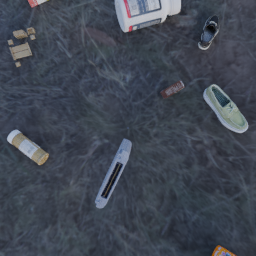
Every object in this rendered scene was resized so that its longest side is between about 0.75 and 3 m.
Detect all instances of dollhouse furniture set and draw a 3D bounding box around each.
[{"bbox_3d":[-4.260,-3.350,11.715,1.145,0.656,1.343,-16,99,-3],"label":"dollhouse furniture set"}]

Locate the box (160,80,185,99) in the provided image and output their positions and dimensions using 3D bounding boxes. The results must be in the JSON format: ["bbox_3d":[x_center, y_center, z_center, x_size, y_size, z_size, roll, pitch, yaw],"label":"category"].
[{"bbox_3d":[1.728,-1.491,10.858,0.886,0.443,0.332,-29,89,19],"label":"box"}]

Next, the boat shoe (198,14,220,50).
[{"bbox_3d":[3.456,-4.133,11.752,0.643,0.525,1.741,28,77,7],"label":"boat shoe"}]

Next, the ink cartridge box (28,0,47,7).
[{"bbox_3d":[-3.712,-6.169,12.271,1.727,0.583,1.006,-27,76,-5],"label":"ink cartridge box"}]

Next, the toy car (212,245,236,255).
[{"bbox_3d":[3.934,4.040,9.450,2.262,0.753,1.110,-40,79,-9],"label":"toy car"}]

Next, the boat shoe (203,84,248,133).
[{"bbox_3d":[3.754,-0.731,10.758,0.793,0.683,2.202,-40,79,-10],"label":"boat shoe"}]

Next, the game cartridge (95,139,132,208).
[{"bbox_3d":[-0.429,1.368,8.771,0.410,1.336,2.007,24,106,-5],"label":"game cartridge"}]

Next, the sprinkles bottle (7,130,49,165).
[{"bbox_3d":[-3.728,0.722,10.442,1.587,0.541,0.541,36,78,9],"label":"sprinkles bottle"}]

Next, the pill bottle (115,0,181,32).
[{"bbox_3d":[0.813,-4.972,11.495,2.458,1.470,1.470,-16,76,-6],"label":"pill bottle"}]
